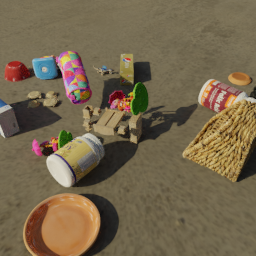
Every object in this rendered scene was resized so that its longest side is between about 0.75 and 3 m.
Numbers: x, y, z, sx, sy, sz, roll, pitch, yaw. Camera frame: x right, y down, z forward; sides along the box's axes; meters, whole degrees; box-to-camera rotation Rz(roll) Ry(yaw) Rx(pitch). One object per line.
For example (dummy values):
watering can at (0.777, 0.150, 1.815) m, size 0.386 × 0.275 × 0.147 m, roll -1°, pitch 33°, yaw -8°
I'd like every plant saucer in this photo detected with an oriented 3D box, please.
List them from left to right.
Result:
plant saucer at (-1.716, 2.645, 7.442) m, size 1.988 × 0.372 × 1.988 m, roll -1°, pitch 39°, yaw 1°
plant saucer at (5.470, -2.438, 13.677) m, size 1.068 × 0.200 × 1.068 m, roll 0°, pitch 40°, yaw 0°

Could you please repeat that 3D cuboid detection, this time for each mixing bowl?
mixing bowl at (-5.534, -2.885, 13.853) m, size 1.243 × 0.673 × 1.243 m, roll 1°, pitch 40°, yaw -1°

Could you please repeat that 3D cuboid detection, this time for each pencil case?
pencil case at (-2.207, -2.088, 11.414) m, size 1.056 × 1.056 × 2.390 m, roll -13°, pitch 55°, yaw -16°

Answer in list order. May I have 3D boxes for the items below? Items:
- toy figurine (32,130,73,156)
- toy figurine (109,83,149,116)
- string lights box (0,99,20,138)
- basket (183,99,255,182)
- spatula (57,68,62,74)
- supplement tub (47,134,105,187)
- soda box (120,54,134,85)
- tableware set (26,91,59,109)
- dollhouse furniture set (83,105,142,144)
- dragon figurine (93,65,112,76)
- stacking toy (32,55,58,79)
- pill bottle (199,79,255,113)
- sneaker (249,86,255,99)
toy figurine at (-2.682, 0.555, 9.710) m, size 1.194 × 0.974 × 1.298 m, roll -5°, pitch 16°, yaw 9°
toy figurine at (-0.124, -0.930, 10.086) m, size 1.304 × 1.063 × 1.417 m, roll -3°, pitch 38°, yaw 30°
string lights box at (-5.153, -0.649, 10.789) m, size 2.203 × 1.132 × 0.649 m, roll 30°, pitch 48°, yaw 31°
basket at (3.298, 0.054, 9.346) m, size 1.989 × 1.906 × 2.670 m, roll 27°, pitch 46°, yaw 27°
spatula at (-3.632, -3.031, 14.397) m, size 0.514 × 0.187 × 1.820 m, roll -33°, pitch 50°, yaw -29°
supplement tub at (-1.614, 0.974, 8.843) m, size 1.138 × 1.138 × 1.566 m, roll 27°, pitch 46°, yaw 29°
soda box at (-0.054, -2.924, 13.870) m, size 0.651 × 0.688 × 2.033 m, roll -1°, pitch 40°, yaw -1°
tableware set at (-3.750, -1.270, 12.304) m, size 1.475 × 0.171 × 1.232 m, roll -3°, pitch 40°, yaw -3°
dollhouse furniture set at (-0.705, -0.031, 10.264) m, size 2.195 × 0.972 × 1.137 m, roll 11°, pitch 41°, yaw 18°
dragon figurine at (-1.264, -2.955, 14.206) m, size 1.067 × 0.314 × 0.530 m, roll 32°, pitch 49°, yaw 32°
stacking toy at (-3.994, -3.270, 14.171) m, size 1.097 × 1.038 × 1.891 m, roll -5°, pitch 31°, yaw 2°
pill bottle at (4.014, -1.060, 11.250) m, size 1.185 × 1.185 × 2.075 m, roll -32°, pitch 49°, yaw -32°
sneaker at (5.687, -1.062, 11.615) m, size 1.231 × 0.861 × 2.476 m, roll 5°, pitch 35°, yaw 14°
